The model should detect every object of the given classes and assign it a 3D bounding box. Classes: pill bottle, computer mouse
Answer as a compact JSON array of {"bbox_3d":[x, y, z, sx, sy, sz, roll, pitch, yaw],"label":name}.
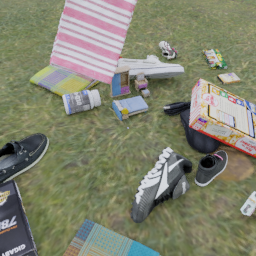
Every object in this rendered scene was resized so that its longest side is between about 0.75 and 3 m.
[{"bbox_3d":[-1.767,-1.029,10.745,1.335,0.760,0.760,-15,47,-13],"label":"pill bottle"},{"bbox_3d":[2.440,-0.238,9.999,1.790,0.682,2.585,-8,45,-9],"label":"computer mouse"}]

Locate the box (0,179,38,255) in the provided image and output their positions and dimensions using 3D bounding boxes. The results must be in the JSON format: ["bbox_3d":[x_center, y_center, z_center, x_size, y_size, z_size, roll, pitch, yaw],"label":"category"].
[{"bbox_3d":[-3.741,2.706,7.124,2.303,0.572,2.286,-20,47,-19],"label":"box"}]

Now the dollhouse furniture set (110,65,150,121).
[{"bbox_3d":[0.238,-1.410,10.807,1.769,1.223,1.874,-15,47,-15],"label":"dollhouse furniture set"}]

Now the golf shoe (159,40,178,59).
[{"bbox_3d":[1.870,-3.865,13.816,0.600,0.526,1.362,-27,50,-16],"label":"golf shoe"}]

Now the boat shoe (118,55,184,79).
[{"bbox_3d":[0.967,-2.661,12.080,2.847,1.024,0.935,-2,87,7],"label":"boat shoe"}]

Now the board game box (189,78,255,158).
[{"bbox_3d":[3.441,-0.367,9.494,2.691,0.623,2.038,25,45,-7],"label":"board game box"}]

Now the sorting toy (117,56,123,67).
[{"bbox_3d":[-0.772,-2.697,12.677,1.436,0.589,0.863,-25,33,-7],"label":"sorting toy"}]

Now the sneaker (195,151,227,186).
[{"bbox_3d":[2.663,1.039,8.623,0.574,0.806,1.625,32,51,30],"label":"sneaker"}]

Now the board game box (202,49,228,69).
[{"bbox_3d":[4.168,-3.326,13.500,0.820,0.184,1.564,-1,45,-4],"label":"board game box"}]

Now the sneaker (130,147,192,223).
[{"bbox_3d":[1.075,1.644,7.944,1.218,0.894,2.692,20,46,23],"label":"sneaker"}]

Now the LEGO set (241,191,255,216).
[{"bbox_3d":[4.416,2.616,6.967,1.101,1.361,2.958,11,30,-52],"label":"LEGO set"}]

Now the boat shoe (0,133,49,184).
[{"bbox_3d":[-3.617,0.865,8.733,1.000,0.887,2.676,31,53,28],"label":"boat shoe"}]

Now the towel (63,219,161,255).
[{"bbox_3d":[-0.477,3.313,6.745,2.226,0.242,1.632,18,47,19],"label":"towel"}]

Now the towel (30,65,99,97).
[{"bbox_3d":[-2.769,-2.068,12.146,2.582,0.294,1.854,24,50,24],"label":"towel"}]

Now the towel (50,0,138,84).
[{"bbox_3d":[-1.072,-2.987,8.625,2.096,2.865,0.428,16,17,-13],"label":"towel"}]

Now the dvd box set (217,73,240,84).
[{"bbox_3d":[4.445,-2.192,12.383,0.812,0.119,0.594,-11,46,-12],"label":"dvd box set"}]
